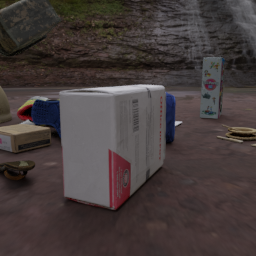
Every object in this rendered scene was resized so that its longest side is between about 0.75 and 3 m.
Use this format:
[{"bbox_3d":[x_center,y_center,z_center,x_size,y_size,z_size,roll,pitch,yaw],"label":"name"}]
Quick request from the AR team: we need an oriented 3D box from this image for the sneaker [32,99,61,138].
[{"bbox_3d":[-1.404,-0.244,7.214,1.097,0.987,2.815,1,14,-44],"label":"sneaker"}]

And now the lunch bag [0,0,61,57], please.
[{"bbox_3d":[-3.663,-3.412,9.609,1.846,1.323,2.251,-42,23,-27],"label":"lunch bag"}]

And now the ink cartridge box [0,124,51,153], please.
[{"bbox_3d":[-2.451,0.204,6.312,1.127,0.423,0.929,8,14,36],"label":"ink cartridge box"}]

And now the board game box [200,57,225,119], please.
[{"bbox_3d":[3.399,-1.614,11.205,0.734,2.282,1.684,4,11,22],"label":"board game box"}]

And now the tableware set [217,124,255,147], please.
[{"bbox_3d":[3.213,0.148,6.780,1.215,0.368,1.838,-6,12,-32],"label":"tableware set"}]

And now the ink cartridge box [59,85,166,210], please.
[{"bbox_3d":[-0.087,0.097,4.094,0.817,1.404,1.927,5,11,25],"label":"ink cartridge box"}]

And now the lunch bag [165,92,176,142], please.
[{"bbox_3d":[0.470,-0.322,7.080,1.153,1.184,1.743,0,10,-3],"label":"lunch bag"}]

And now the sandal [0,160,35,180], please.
[{"bbox_3d":[-1.759,0.659,4.313,1.045,0.285,0.427,-10,-6,43],"label":"sandal"}]

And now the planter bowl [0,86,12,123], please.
[{"bbox_3d":[-5.566,-1.105,9.891,2.630,1.770,2.630,1,11,0],"label":"planter bowl"}]

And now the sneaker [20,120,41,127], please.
[{"bbox_3d":[-2.949,-0.062,7.992,0.945,0.378,0.348,-3,12,-9],"label":"sneaker"}]

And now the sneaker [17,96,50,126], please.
[{"bbox_3d":[-2.434,-0.453,9.038,2.536,0.991,1.145,1,21,21],"label":"sneaker"}]

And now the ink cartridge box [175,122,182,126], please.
[{"bbox_3d":[0.364,-0.579,9.370,2.644,0.897,1.522,5,11,26],"label":"ink cartridge box"}]
